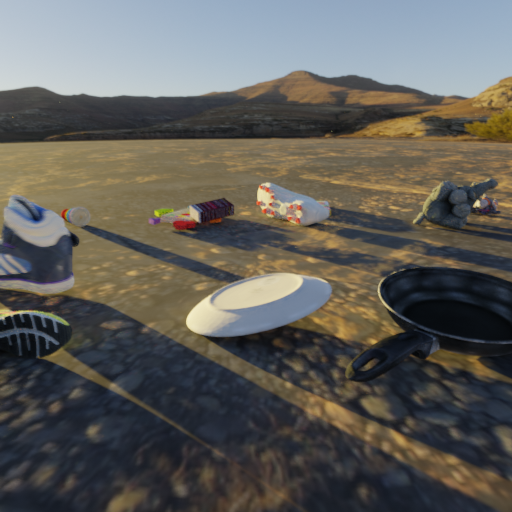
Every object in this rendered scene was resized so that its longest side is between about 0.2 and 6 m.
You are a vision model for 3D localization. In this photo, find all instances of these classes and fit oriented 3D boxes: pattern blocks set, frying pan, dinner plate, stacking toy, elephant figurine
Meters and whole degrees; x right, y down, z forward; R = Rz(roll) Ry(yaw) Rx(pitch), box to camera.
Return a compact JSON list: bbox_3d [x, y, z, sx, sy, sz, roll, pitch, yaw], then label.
[{"bbox_3d":[-1.877,-1.063,15.280,2.051,0.189,2.333,13,20,36],"label":"pattern blocks set"},{"bbox_3d":[2.568,0.976,7.062,2.271,0.611,3.754,9,24,17],"label":"frying pan"},{"bbox_3d":[0.016,0.612,8.214,2.174,0.264,2.174,-12,14,3],"label":"dinner plate"},{"bbox_3d":[-4.862,-1.046,14.857,0.523,0.523,1.224,-12,12,-36],"label":"stacking toy"},{"bbox_3d":[5.299,-1.435,14.813,1.447,1.320,1.865,25,32,26],"label":"elephant figurine"}]

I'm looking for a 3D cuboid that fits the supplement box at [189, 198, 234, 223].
[{"bbox_3d":[-1.162,-1.202,14.743,1.042,0.317,0.567,-16,33,-25],"label":"supplement box"}]

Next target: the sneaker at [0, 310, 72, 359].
[{"bbox_3d":[-3.119,0.931,7.265,1.541,0.602,0.696,0,13,2],"label":"sneaker"}]

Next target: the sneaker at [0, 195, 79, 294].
[{"bbox_3d":[-4.112,-0.297,9.598,2.234,1.636,0.900,8,24,24],"label":"sneaker"}]

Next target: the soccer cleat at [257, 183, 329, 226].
[{"bbox_3d":[0.932,-1.378,15.380,0.997,0.891,2.570,-4,22,-33],"label":"soccer cleat"}]

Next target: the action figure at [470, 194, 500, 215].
[{"bbox_3d":[6.486,-1.517,16.268,1.170,0.612,1.132,6,8,22],"label":"action figure"}]

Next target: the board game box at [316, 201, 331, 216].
[{"bbox_3d":[1.783,-1.434,16.670,0.772,0.242,1.616,2,13,3],"label":"board game box"}]
